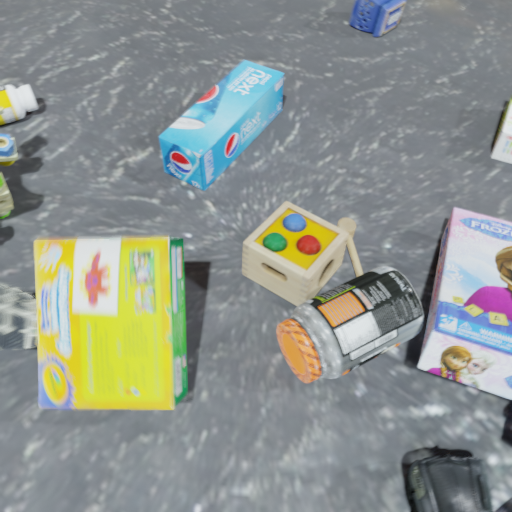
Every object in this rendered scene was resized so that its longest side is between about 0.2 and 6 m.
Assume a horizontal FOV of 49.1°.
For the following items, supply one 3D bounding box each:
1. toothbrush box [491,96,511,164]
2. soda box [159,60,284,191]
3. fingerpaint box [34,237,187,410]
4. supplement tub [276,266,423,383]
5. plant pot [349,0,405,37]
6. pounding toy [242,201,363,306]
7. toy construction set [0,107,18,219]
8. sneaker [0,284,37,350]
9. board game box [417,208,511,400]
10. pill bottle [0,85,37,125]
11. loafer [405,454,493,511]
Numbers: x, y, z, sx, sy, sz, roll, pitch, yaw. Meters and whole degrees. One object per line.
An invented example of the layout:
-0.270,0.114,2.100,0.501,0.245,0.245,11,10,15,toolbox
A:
4.959,-2.267,9.951,1.108,0.655,1.521,20,56,16,toothbrush box
-0.543,-2.371,9.912,0.890,0.842,2.625,26,56,19,soda box
-1.695,0.764,6.651,1.628,0.716,1.952,-2,91,7,fingerpaint box
1.188,0.898,7.226,1.703,1.043,1.043,-23,55,-17,supplement tub
2.698,-5.398,12.278,0.899,0.899,0.808,-37,68,-26,plant pot
0.939,-0.154,8.127,1.551,0.808,1.766,29,53,22,pounding toy
-5.150,-0.882,8.276,3.447,1.588,2.260,-24,79,-9,toy construction set
-3.573,0.746,7.424,2.086,0.831,0.808,8,84,12,sneaker
3.836,0.714,7.031,3.149,0.648,3.141,17,35,12,board game box
-4.705,-2.775,10.356,1.157,0.644,0.644,-22,55,-18,pill bottle
2.265,3.312,5.375,1.003,0.970,2.857,-10,49,3,loafer
